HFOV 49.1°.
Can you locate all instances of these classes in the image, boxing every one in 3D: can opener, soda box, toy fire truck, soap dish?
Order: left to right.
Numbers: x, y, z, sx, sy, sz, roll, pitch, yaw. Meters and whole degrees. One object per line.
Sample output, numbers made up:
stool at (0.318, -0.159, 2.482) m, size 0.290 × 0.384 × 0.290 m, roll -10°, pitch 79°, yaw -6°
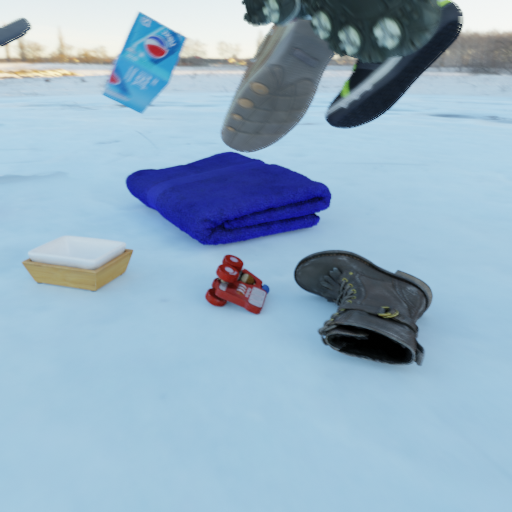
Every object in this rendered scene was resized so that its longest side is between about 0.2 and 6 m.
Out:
can opener at (-4.421, -3.592, 9.641) m, size 0.393 × 0.492 × 1.472 m, roll -15°, pitch 28°, yaw 44°
soap dish at (-2.658, 0.103, 8.442) m, size 1.283 × 0.521 × 1.009 m, roll 7°, pitch 21°, yaw 18°
soda box at (-2.174, -3.499, 10.503) m, size 0.924 × 0.874 × 2.725 m, roll 23°, pitch -7°, yaw -21°
toy fire truck at (-0.214, 0.431, 7.727) m, size 0.785 × 0.524 × 0.935 m, roll 26°, pitch 23°, yaw 0°

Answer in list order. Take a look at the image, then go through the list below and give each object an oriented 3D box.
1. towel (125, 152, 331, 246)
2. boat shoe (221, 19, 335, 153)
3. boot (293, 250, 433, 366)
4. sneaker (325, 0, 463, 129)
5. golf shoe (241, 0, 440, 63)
towel at (-0.702, -1.199, 11.582) m, size 2.966 × 0.995 × 4.017 m, roll -18°, pitch 26°, yaw -24°
boat shoe at (0.516, -3.451, 10.337) m, size 1.321 × 3.488 × 1.252 m, roll 28°, pitch 26°, yaw -28°
boot at (1.147, 0.595, 6.826) m, size 2.055 × 0.711 × 1.789 m, roll 12°, pitch 23°, yaw 24°
sneaker at (2.489, -3.860, 10.880) m, size 1.147 × 3.198 × 1.324 m, roll 7°, pitch 47°, yaw -57°
golf shoe at (0.955, -2.855, 5.854) m, size 1.243 × 1.089 × 2.822 m, roll -24°, pitch 41°, yaw -24°
